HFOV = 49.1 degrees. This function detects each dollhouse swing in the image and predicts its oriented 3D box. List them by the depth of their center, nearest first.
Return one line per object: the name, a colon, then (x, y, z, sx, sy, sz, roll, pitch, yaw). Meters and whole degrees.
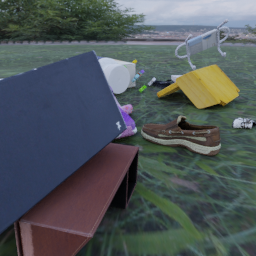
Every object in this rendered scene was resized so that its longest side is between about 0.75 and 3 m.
dollhouse swing: (2.705, -1.301, 11.058, 2.079, 2.011, 2.287, 52, 40, 11)

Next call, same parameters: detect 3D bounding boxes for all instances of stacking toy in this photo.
stacking toy: (0.425, -2.372, 12.893, 1.398, 0.436, 1.855, 43, 34, 0)

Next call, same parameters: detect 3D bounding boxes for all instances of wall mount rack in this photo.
wall mount rack: (2.032, -2.249, 7.329, 1.579, 1.372, 0.589, -23, 56, 5)

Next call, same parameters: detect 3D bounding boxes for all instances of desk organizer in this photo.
desk organizer: (-0.549, 1.038, 4.218, 0.930, 0.866, 2.416, 7, 22, 12)

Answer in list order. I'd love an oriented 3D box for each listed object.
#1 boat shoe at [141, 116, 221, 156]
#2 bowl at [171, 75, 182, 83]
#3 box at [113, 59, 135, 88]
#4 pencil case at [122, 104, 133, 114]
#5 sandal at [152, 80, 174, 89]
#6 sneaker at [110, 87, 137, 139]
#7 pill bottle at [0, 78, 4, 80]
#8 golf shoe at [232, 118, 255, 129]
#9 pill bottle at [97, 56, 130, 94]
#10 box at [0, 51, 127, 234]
boat shoe: (1.287, 0.039, 6.968, 2.068, 0.765, 0.764, 12, 24, 28)
bowl: (2.775, -2.193, 13.209, 1.258, 0.470, 1.259, -10, 23, -42)
box: (-0.695, -2.715, 13.765, 0.955, 1.167, 2.458, -13, 26, -30)
pencil case: (-0.163, -0.550, 9.193, 0.339, 0.339, 0.775, 14, 25, 33)
sandal: (1.757, -2.103, 13.228, 0.650, 0.366, 1.710, -15, 26, -35)
sneaker: (-0.669, -0.585, 7.971, 1.138, 1.251, 2.829, -8, 23, -23)
pill bottle: (-2.880, -0.903, 8.547, 1.421, 1.421, 2.614, 18, 27, 40)
golf shoe: (3.365, -0.127, 8.080, 0.791, 0.308, 0.374, -10, 23, -22)
pill bottle: (-1.262, -2.266, 11.999, 1.544, 1.544, 2.782, -17, 27, -38)
box: (-1.865, 0.148, 4.193, 2.502, 1.430, 2.748, -12, 17, 35)
